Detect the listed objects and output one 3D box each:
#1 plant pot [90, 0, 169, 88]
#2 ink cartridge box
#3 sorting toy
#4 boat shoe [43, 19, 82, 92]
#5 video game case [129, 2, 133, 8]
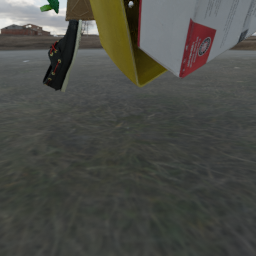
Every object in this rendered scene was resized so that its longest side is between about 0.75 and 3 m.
[{"bbox_3d":[0.382,-3.349,8.523,2.748,2.748,2.424,-34,45,-21],"label":"plant pot"},{"bbox_3d":[1.494,-2.276,4.295,2.644,1.940,1.096,-33,60,-24],"label":"ink cartridge box"},{"bbox_3d":[-1.580,-4.415,9.322,2.648,1.958,0.390,-12,62,-26],"label":"sorting toy"},{"bbox_3d":[-1.450,-1.553,6.131,0.607,1.938,0.709,16,51,-18],"label":"boat shoe"},{"bbox_3d":[0.620,-4.610,10.196,1.057,0.265,1.166,0,37,34],"label":"video game case"}]
